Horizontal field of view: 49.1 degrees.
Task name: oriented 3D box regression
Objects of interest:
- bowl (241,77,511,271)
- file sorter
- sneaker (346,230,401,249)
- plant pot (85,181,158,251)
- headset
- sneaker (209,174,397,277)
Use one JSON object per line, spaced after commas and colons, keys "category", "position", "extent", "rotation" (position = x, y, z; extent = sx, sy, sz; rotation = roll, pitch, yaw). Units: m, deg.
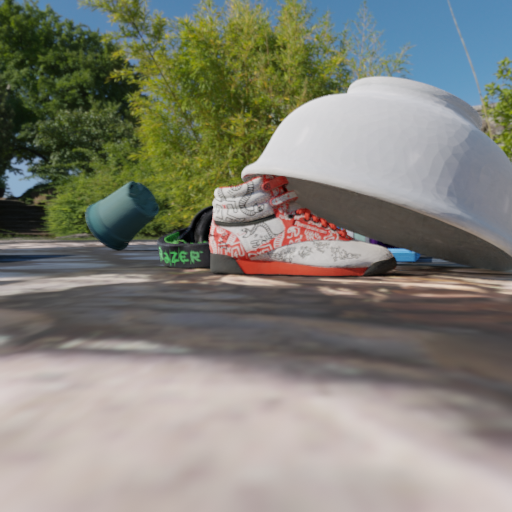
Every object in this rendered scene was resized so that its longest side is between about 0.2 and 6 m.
{"category": "bowl", "position": [1.528, -0.990, 6.206], "extent": [3.155, 1.418, 3.155], "rotation": [20, -1, 0]}
{"category": "file sorter", "position": [1.957, -0.589, 9.371], "extent": [1.488, 1.316, 2.145], "rotation": [1, 2, 18]}
{"category": "sneaker", "position": [3.787, -0.507, 12.038], "extent": [3.482, 1.296, 1.524], "rotation": [-11, 16, -12]}
{"category": "plant pot", "position": [-3.401, -1.118, 14.542], "extent": [1.416, 1.446, 1.446], "rotation": [-34, -13, 25]}
{"category": "headset", "position": [-0.210, -0.463, 7.650], "extent": [1.558, 1.186, 2.523], "rotation": [3, 15, 40]}
{"category": "sneaker", "position": [0.455, -0.317, 5.707], "extent": [1.920, 1.029, 0.641], "rotation": [0, 2, 11]}
